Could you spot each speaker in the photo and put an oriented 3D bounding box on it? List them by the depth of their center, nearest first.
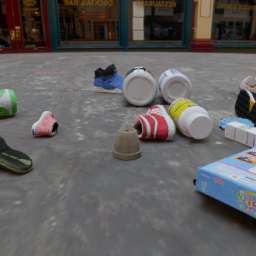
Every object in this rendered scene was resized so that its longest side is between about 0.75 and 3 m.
[{"bbox_3d":[-5.315,-0.808,10.036,2.383,1.054,1.054,-11,21,-29],"label":"speaker"}]

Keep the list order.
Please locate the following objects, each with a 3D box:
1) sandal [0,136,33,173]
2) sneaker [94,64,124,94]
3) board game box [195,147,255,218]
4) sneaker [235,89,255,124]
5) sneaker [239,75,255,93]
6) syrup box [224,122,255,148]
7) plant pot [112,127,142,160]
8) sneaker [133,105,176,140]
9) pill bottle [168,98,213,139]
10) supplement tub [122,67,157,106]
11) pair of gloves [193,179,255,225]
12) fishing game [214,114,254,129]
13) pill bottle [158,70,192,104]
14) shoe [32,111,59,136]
[{"bbox_3d":[-3.029,0.674,6.565,1.822,0.520,0.724,27,26,24],"label":"sandal"},{"bbox_3d":[-0.551,-2.578,14.578,2.586,1.439,0.993,5,19,15],"label":"sneaker"},{"bbox_3d":[2.831,0.961,5.049,2.650,0.485,2.005,-10,21,-41],"label":"board game box"},{"bbox_3d":[4.775,-0.611,9.859,1.236,0.961,2.748,13,19,-6],"label":"sneaker"},{"bbox_3d":[6.308,-2.234,14.701,0.910,0.923,2.358,-7,8,45],"label":"sneaker"},{"bbox_3d":[3.335,0.179,8.001,0.428,0.443,1.087,-13,23,-27],"label":"syrup box"},{"bbox_3d":[-0.019,0.363,7.132,0.768,0.667,0.768,0,18,0],"label":"plant pot"},{"bbox_3d":[0.629,-0.231,8.761,1.172,0.742,2.084,0,20,-10],"label":"sneaker"},{"bbox_3d":[1.902,-0.278,8.566,0.955,0.955,1.716,-3,19,-8],"label":"pill bottle"},{"bbox_3d":[0.517,-1.946,12.642,1.491,1.491,2.433,0,19,1],"label":"supplement tub"},{"bbox_3d":[2.290,1.245,5.181,1.565,0.217,1.757,-4,17,-29],"label":"pair of gloves"},{"bbox_3d":[3.532,-0.074,9.134,1.072,0.233,1.497,-15,26,-21],"label":"fishing game"},{"bbox_3d":[2.100,-1.980,12.994,1.334,1.334,2.380,1,19,2],"label":"pill bottle"},{"bbox_3d":[-2.480,-0.127,8.896,0.641,0.503,1.408,3,24,4],"label":"shoe"}]
